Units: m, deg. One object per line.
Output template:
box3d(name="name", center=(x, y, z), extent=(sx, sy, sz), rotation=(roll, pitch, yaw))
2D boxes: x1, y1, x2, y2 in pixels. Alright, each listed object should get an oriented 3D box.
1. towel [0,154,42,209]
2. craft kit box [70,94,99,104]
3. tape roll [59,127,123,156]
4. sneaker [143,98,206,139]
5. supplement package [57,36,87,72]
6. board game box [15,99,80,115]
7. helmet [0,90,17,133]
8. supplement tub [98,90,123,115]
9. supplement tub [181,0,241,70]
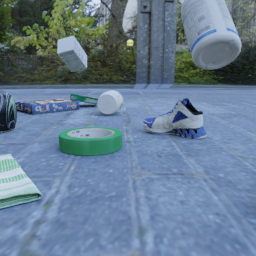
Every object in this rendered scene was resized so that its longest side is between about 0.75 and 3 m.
box3d(name="towel", center=(-2.777, 0.963, 5.101), extent=(1.781, 0.273, 2.335), rotation=(-6, 13, -32))
box3d(name="craft kit box", center=(-2.695, -1.764, 17.264), extent=(1.742, 0.423, 1.721), rotation=(9, 0, -13))
box3d(name="tape roll", center=(-1.033, 0.331, 7.867), extent=(1.768, 0.425, 1.768), rotation=(1, 11, 0))
box3d(name="sneaker", center=(1.620, -0.403, 9.451), extent=(2.152, 1.243, 0.869), rotation=(7, 12, 31))
box3d(name="supplement package", center=(-1.544, -2.056, 7.842), extent=(0.507, 0.488, 0.891), rotation=(-10, -25, 12))
box3d(name="board game box", center=(-4.390, -1.216, 15.398), extent=(1.929, 0.493, 2.848), rotation=(11, 16, 43))
box3d(name="helmet", center=(-4.712, -0.632, 9.987), extent=(1.544, 1.472, 1.544), rotation=(0, 11, 0))
box3d(name="supplement tub", center=(-0.884, -1.284, 14.096), extent=(1.138, 1.138, 1.570), rotation=(2, 12, 8))
box3d(name="supplement tub", center=(1.958, -2.382, 6.776), extent=(1.124, 1.704, 1.124), rotation=(-4, -29, -2))
